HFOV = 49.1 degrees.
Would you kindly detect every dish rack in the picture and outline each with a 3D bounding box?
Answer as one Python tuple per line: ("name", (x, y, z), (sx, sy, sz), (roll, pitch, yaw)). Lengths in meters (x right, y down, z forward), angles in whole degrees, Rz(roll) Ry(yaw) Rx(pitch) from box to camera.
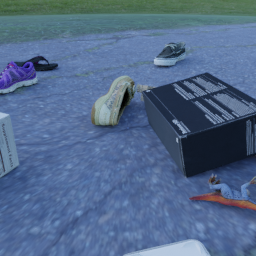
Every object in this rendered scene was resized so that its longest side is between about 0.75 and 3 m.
("dish rack", (0.577, 1.948, 3.557), (1.389, 0.302, 1.192), (-6, 26, -14))

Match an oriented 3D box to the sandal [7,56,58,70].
("sandal", (-4.606, -3.126, 13.413), (2.466, 0.590, 0.927), (3, 27, 6))

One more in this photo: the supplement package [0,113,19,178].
("supplement package", (-3.348, 0.574, 5.225), (1.252, 1.256, 2.142), (11, 29, 22))

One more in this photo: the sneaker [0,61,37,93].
("sneaker", (-4.581, -1.980, 10.656), (0.970, 1.004, 2.406), (15, 31, 27))

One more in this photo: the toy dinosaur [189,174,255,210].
("toy dinosaur", (1.926, 1.299, 4.930), (1.207, 0.634, 1.095), (-41, 46, -5))

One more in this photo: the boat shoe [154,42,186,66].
("boat shoe", (2.179, -3.926, 14.530), (1.043, 1.026, 2.893), (14, 30, 26))

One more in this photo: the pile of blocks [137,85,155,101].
("pile of blocks", (1.345, -0.897, 8.982), (2.182, 0.678, 0.896), (12, 8, 16))

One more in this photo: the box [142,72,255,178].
("box", (1.679, -0.266, 6.750), (1.969, 1.100, 2.790), (-15, 28, -6))

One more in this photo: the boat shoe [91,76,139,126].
("boat shoe", (-0.240, -0.804, 8.526), (0.800, 0.935, 2.552), (14, 39, 17))
